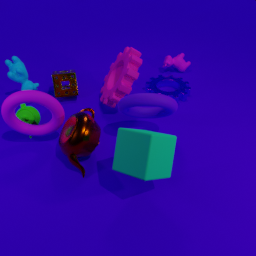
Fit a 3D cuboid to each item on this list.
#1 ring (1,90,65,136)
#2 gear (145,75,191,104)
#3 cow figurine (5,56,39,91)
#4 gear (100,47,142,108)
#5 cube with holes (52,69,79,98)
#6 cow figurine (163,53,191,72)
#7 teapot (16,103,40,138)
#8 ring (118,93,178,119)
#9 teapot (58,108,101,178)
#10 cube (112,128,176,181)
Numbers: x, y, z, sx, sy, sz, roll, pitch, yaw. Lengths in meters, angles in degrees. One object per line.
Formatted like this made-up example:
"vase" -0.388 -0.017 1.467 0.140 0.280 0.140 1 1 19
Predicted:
"ring" -2.574 -0.366 7.654 1.646 1.646 0.329 -3 48 -4
"gear" 1.473 -1.457 10.423 1.644 0.304 1.644 0 39 0
"cow figurine" -3.534 -1.715 9.373 0.617 1.106 1.124 -26 68 6
"gear" -0.272 -1.701 9.426 0.379 2.051 2.051 24 33 -24
"cube with holes" -2.240 -1.608 10.027 0.809 0.809 0.809 -7 21 -10
"cow figurine" 1.973 -2.647 11.566 0.971 0.987 0.542 -45 12 -10
"teapot" -3.085 -0.266 8.564 0.746 1.200 0.587 -16 2 -1
"ring" 0.547 -0.595 7.873 1.682 1.682 0.336 2 78 2
"teapot" -1.250 0.300 7.621 1.005 1.276 2.052 27 56 -29
"cube" 0.374 0.566 6.323 0.973 0.973 0.973 11 3 41
